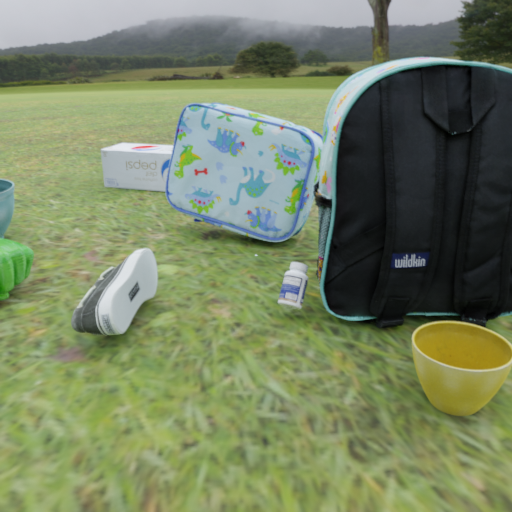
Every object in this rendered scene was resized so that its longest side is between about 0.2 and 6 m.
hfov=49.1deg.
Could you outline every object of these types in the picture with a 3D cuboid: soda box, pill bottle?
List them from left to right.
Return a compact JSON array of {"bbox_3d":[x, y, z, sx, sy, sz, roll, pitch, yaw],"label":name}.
[{"bbox_3d":[-2.566,-2.499,15.967,3.556,1.132,1.211,7,22,18],"label":"soda box"},{"bbox_3d":[0.586,0.456,8.579,0.372,0.669,0.372,15,-12,3],"label":"pill bottle"}]

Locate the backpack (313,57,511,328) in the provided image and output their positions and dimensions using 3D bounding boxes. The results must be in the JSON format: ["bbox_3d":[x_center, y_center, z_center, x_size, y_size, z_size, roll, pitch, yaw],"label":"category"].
[{"bbox_3d":[2.495,-1.116,8.487,3.264,3.713,2.846,0,27,5],"label":"backpack"}]

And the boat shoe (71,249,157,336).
[{"bbox_3d":[-2.080,0.479,8.430,0.707,0.785,2.220,-6,19,11],"label":"boat shoe"}]

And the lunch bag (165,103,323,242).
[{"bbox_3d":[-0.274,-1.720,11.669,3.108,2.498,1.281,18,17,16],"label":"lunch bag"}]

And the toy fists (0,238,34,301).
[{"bbox_3d":[-4.792,0.458,8.673,1.408,0.950,2.762,6,22,34],"label":"toy fists"}]

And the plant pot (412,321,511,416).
[{"bbox_3d":[2.340,1.361,6.480,1.107,0.786,1.107,-1,21,0],"label":"plant pot"}]

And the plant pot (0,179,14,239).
[{"bbox_3d":[-5.838,-0.792,11.444,1.818,1.218,1.818,1,21,0],"label":"plant pot"}]
